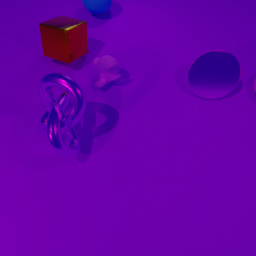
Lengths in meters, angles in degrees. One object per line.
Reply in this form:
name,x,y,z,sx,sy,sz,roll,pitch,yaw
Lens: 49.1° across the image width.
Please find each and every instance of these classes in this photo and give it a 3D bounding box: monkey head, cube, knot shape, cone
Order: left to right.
knot shape,-1.612,-0.424,6.718,0.933,1.889,2.019,-6,41,-25
cube,-1.908,-2.693,8.456,1.005,1.005,1.005,20,41,21
monkey head,-0.668,-1.636,8.055,0.896,0.750,1.245,-40,35,-14
cone,2.412,-1.791,8.267,1.418,1.418,1.423,5,31,3

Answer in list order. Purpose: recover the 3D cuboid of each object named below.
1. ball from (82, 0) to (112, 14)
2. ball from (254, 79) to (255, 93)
ball,-1.072,-4.508,9.693,1.063,1.063,1.063,0,58,0
ball,4.067,-1.174,7.615,1.168,1.168,1.168,0,58,0
